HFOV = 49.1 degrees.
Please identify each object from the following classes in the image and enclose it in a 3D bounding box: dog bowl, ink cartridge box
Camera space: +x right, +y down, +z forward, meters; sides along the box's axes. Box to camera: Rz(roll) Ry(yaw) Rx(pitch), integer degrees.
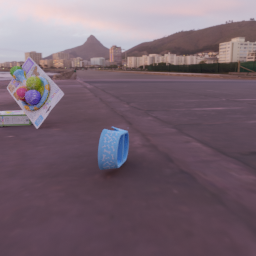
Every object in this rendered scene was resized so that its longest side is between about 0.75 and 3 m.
[{"bbox_3d":[-0.200,0.316,4.470,0.277,0.623,1.118,5,5,10],"label":"dog bowl"},{"bbox_3d":[-3.424,-0.280,8.071,1.203,0.357,0.625,-3,13,-17],"label":"ink cartridge box"}]

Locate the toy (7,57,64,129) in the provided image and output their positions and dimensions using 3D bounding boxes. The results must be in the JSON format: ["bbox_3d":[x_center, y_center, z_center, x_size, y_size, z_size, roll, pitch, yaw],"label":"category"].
[{"bbox_3d":[-2.778,-1.102,7.793,2.111,1.216,0.498,45,10,34],"label":"toy"}]
